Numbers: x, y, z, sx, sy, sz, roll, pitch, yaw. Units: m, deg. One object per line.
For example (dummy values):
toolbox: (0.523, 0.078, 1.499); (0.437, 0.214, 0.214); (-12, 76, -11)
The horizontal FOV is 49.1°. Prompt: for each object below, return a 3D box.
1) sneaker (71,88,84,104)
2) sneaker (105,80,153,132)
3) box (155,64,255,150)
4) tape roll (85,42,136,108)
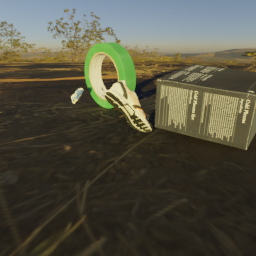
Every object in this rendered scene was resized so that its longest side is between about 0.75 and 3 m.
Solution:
sneaker: (-1.817, -1.177, 10.163); (0.292, 0.298, 0.772); (13, -37, -30)
sneaker: (0.152, -0.523, 7.025); (0.592, 1.605, 0.642); (-9, 41, 49)
box: (2.247, -0.715, 7.194); (2.255, 1.289, 2.476); (14, 27, 30)
tape roll: (-0.692, -1.883, 10.115); (0.556, 2.311, 2.311); (-20, 25, -40)
